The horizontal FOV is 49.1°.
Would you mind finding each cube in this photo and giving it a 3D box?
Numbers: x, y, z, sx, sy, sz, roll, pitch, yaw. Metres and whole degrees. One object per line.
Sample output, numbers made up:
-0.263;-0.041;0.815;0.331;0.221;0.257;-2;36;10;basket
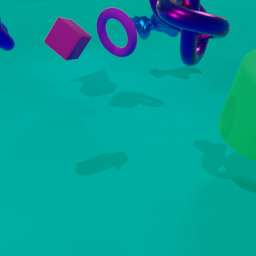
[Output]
-1.705;-2.542;8.035;0.834;0.834;0.834;40;22;1;cube

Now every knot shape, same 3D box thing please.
0.771;-1.425;3.585;0.658;1.424;1.333;-30;25;13;knot shape

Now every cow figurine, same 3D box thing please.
-1.912;-1.380;3.410;1.159;1.141;0.636;-36;57;-2;cow figurine
0.955;-3.517;8.919;1.592;1.618;0.888;28;8;7;cow figurine

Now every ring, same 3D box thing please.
-0.287;-2.330;6.909;1.227;1.227;0.245;23;49;30;ring

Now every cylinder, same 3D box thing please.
2.335;-0.374;4.560;1.375;1.375;1.375;2;46;-2;cylinder

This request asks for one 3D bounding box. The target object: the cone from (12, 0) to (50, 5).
-2.651;-3.737;7.599;1.300;1.295;1.295;-32;35;8;cone
